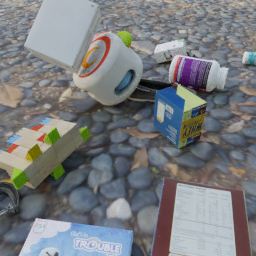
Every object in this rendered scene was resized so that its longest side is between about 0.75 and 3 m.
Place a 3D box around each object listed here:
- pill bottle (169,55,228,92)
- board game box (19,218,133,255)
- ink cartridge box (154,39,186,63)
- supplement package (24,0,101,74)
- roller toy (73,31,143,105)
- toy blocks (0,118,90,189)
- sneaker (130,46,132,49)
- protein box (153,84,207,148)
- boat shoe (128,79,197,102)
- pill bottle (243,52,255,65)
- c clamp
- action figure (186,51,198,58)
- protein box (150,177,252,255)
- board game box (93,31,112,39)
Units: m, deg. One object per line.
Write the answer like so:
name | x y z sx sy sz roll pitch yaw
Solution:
pill bottle | 3.050 -2.350 12.195 2.336 1.314 1.314 16 40 20
board game box | -1.189 3.089 5.719 2.338 0.507 2.327 5 37 6
ink cartridge box | 2.223 -4.015 14.599 1.509 0.634 1.093 -8 33 20
supplement package | -2.209 -3.369 9.820 1.769 2.272 1.260 23 -2 -1
roller toy | -0.767 -2.216 10.983 2.685 1.876 2.449 -17 54 37
toy blocks | -2.813 0.598 8.521 1.929 1.410 2.822 11 42 34
sneaker | -0.195 -3.747 14.574 0.700 0.649 1.738 8 39 10
protein box | 1.709 -0.425 9.523 0.998 1.480 1.469 -20 42 -24
boat shoe | 1.411 -1.560 11.535 2.958 0.843 0.989 3 37 4
pill bottle | 6.510 -3.546 14.334 1.113 0.617 0.617 8 38 10
c clamp | -3.677 2.270 7.047 1.879 0.298 2.199 25 45 36
action figure | 3.198 -3.696 14.597 1.082 0.552 0.643 -17 27 -18
protein box | 1.150 2.530 5.040 1.505 2.214 2.231 8 38 11
board game box | -1.402 -3.677 13.615 1.394 1.395 1.394 -4 36 19
